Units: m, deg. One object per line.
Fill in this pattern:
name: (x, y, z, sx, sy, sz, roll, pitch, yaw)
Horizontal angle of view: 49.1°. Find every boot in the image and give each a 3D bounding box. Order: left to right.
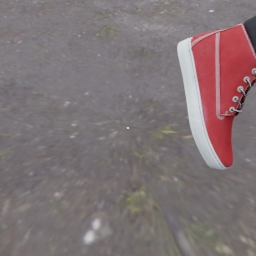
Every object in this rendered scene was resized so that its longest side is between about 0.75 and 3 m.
boot: (1.591, -0.460, 3.889, 1.453, 2.014, 0.729, -11, -1, 29)
